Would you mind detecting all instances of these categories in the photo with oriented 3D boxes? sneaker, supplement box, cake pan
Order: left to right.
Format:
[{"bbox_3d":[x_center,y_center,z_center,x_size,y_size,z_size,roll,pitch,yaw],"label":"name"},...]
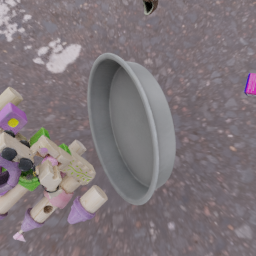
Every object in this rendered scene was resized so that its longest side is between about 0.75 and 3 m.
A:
[{"bbox_3d":[-0.037,0.006,5.248,0.511,2.786,2.786,-14,67,-25],"label":"cake pan"},{"bbox_3d":[0.514,-3.064,6.266,0.403,1.143,0.432,17,62,17],"label":"sneaker"},{"bbox_3d":[3.043,-0.879,6.054,0.884,0.447,0.457,16,95,29],"label":"supplement box"}]

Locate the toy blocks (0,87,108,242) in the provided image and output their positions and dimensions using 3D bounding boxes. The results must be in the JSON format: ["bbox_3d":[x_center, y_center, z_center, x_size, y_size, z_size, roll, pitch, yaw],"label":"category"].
[{"bbox_3d":[-1.936,0.977,4.804,2.078,2.307,2.469,-43,34,2],"label":"toy blocks"}]
